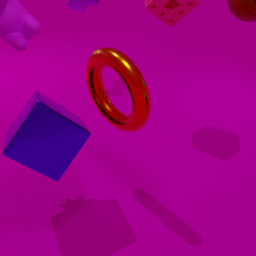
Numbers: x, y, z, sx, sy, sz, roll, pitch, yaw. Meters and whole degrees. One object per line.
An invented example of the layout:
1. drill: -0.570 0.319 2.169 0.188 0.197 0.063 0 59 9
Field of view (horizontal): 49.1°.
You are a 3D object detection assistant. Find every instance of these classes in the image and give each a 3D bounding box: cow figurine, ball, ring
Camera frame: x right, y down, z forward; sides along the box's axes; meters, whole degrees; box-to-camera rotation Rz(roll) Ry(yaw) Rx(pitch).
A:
1. cow figurine: -1.598 -4.639 9.772 1.341 0.748 1.362 -12 60 -26
2. ball: 3.337 -3.529 7.431 1.346 1.346 1.346 0 36 0
3. cow figurine: -2.325 -2.113 4.812 0.861 1.568 1.543 -48 43 3
4. ring: -0.221 -0.676 5.222 0.333 1.663 1.663 -32 47 -31

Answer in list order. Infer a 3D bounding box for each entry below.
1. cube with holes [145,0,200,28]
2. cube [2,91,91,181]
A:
1. cube with holes: 1.058 -3.297 6.889 0.920 0.920 0.920 23 54 -33
2. cube: -1.499 0.114 5.150 1.069 1.069 1.069 34 3 -26
